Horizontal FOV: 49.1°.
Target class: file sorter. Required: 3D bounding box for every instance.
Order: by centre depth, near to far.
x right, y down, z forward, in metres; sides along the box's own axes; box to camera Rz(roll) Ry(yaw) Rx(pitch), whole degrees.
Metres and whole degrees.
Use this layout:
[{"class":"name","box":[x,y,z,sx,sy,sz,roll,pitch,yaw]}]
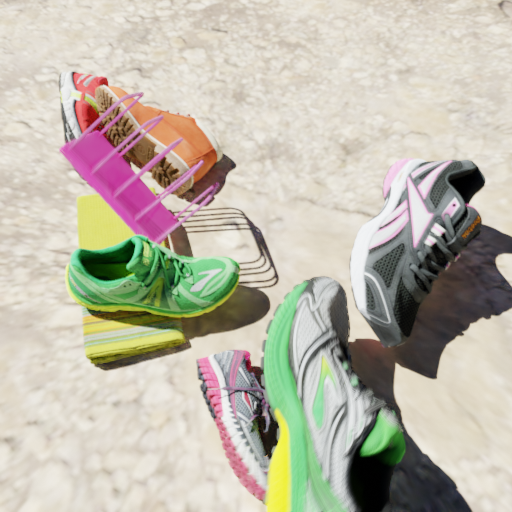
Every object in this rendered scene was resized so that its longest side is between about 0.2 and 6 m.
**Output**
[{"class":"file sorter","box":[-1.504,-1.233,7.818,1.126,1.795,1.247,-37,13,17]}]

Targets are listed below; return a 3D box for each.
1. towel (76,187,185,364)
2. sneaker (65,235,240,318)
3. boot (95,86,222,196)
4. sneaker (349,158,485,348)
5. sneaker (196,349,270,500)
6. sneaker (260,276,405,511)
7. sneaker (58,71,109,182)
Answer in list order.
[{"class":"towel","box":[-1.927,0.146,8.262,1.301,0.273,3.023,-8,51,-13]},{"class":"sneaker","box":[-1.336,0.265,7.379,2.318,0.969,0.859,-2,53,-9]},{"class":"boot","box":[-1.660,-2.148,9.518,2.332,0.875,1.251,44,58,6]},{"class":"sneaker","box":[2.263,-0.276,7.497,1.343,1.250,3.111,-7,51,41]},{"class":"sneaker","box":[-0.111,1.888,6.529,0.717,0.774,1.920,-16,53,-15]},{"class":"sneaker","box":[0.957,1.682,6.098,1.414,1.295,3.320,-26,50,33]},{"class":"sneaker","box":[-2.816,-2.405,9.820,1.122,1.017,2.642,-7,54,-18]}]
